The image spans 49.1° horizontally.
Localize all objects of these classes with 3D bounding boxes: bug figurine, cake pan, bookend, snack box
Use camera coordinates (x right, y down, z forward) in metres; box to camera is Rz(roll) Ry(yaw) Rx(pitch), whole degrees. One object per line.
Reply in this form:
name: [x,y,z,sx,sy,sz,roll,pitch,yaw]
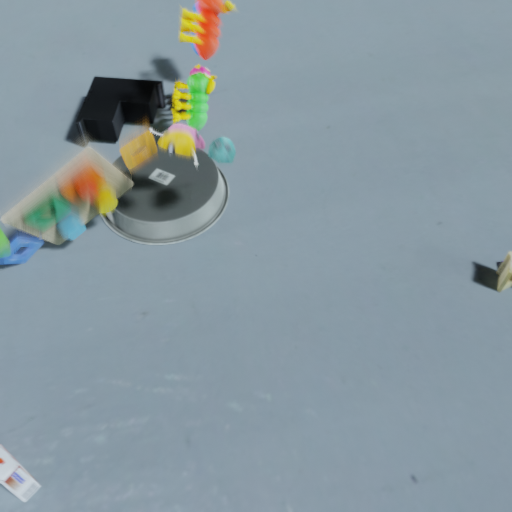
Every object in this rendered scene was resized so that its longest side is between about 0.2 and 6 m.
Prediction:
bug figurine: [-1.265,-4.382,12.409,0.986,2.972,3.832,6,21,-11]
cake pan: [-2.002,-1.478,12.024,2.831,0.519,2.831,0,52,0]
bookend: [-3.159,-3.376,13.293,1.707,0.786,1.696,4,54,2]
snack box: [-4.535,2.576,8.603,2.959,1.064,0.360,32,59,22]

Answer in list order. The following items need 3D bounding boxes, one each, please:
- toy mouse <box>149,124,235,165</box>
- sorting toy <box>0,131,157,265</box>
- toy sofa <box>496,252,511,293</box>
toy mouse: [-0.955,-1.968,9.671,1.892,0.366,1.682,30,23,37]
sorting toy: [-3.289,-0.936,10.303,3.762,2.118,0.513,-39,78,1]
toy sofa: [5.435,0.404,10.503,1.613,0.668,0.787,16,56,12]
